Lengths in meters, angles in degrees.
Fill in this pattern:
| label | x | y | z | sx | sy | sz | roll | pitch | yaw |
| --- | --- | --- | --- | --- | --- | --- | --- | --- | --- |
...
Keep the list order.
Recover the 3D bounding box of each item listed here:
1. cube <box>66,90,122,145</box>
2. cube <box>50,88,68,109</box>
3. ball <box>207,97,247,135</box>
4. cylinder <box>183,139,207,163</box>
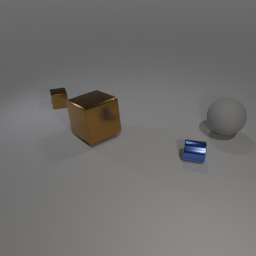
| label | x | y | z | sx | sy | sz | roll | pitch | yaw |
| --- | --- | --- | --- | --- | --- | --- | --- | --- | --- |
| cube | -1.256 | -0.444 | 10.398 | 1.400 | 1.400 | 1.400 | -24 | 32 | -32 |
| cube | -3.133 | -1.356 | 12.742 | 0.700 | 0.700 | 0.700 | -11 | 33 | -17 |
| ball | 3.628 | -0.430 | 10.321 | 1.400 | 1.400 | 1.400 | 0 | 32 | 0 |
| cylinder | 2.206 | 0.759 | 9.294 | 0.700 | 0.700 | 0.700 | 7 | 32 | 12 |
